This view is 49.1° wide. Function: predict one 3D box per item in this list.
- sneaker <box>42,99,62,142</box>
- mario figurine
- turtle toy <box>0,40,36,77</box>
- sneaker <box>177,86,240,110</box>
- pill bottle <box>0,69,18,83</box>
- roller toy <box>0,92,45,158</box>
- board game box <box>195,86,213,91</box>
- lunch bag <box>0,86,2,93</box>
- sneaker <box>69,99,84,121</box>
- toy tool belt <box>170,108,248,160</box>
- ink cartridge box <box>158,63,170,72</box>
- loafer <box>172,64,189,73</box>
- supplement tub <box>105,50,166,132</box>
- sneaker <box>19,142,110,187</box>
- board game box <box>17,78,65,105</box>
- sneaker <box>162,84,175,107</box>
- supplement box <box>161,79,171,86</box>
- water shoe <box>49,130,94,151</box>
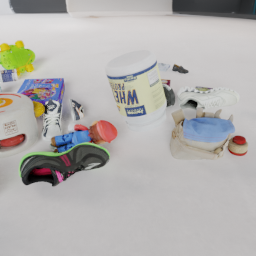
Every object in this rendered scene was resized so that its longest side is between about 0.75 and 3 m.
[{"bbox_3d":[-2.947,-0.404,10.789,0.797,1.299,1.996,-2,29,-2],"label":"sneaker"},{"bbox_3d":[-1.402,0.453,9.555,2.184,1.348,1.158,-17,18,-4],"label":"mario figurine"},{"bbox_3d":[-6.868,-4.327,17.493,1.409,2.031,2.787,-5,20,38],"label":"turtle toy"},{"bbox_3d":[3.617,-1.221,12.751,2.778,1.044,1.126,1,40,12],"label":"sneaker"},{"bbox_3d":[-7.000,-2.974,16.026,1.233,0.684,0.684,-12,31,-19],"label":"pill bottle"},{"bbox_3d":[-4.472,-0.222,9.946,2.573,1.798,2.347,3,29,6],"label":"roller toy"},{"bbox_3d":[4.140,-1.916,14.669,1.303,0.210,0.782,11,27,19],"label":"board game box"},{"bbox_3d":[-6.611,-1.880,13.991,0.538,0.752,0.882,-19,38,-29],"label":"lunch bag"},{"bbox_3d":[-2.263,-0.820,12.317,0.566,0.559,1.425,-13,42,-12],"label":"sneaker"},{"bbox_3d":[2.780,0.137,9.388,2.776,1.706,1.733,-1,29,-2],"label":"toy tool belt"},{"bbox_3d":[2.103,-4.005,18.362,1.110,0.225,1.108,10,31,18],"label":"ink cartridge box"},{"bbox_3d":[3.308,-3.730,17.662,1.170,0.423,0.426,23,36,34],"label":"loafer"},{"bbox_3d":[0.396,-1.412,10.815,1.954,2.695,1.954,-14,28,8],"label":"supplement tub"},{"bbox_3d":[-1.861,1.209,8.383,2.747,1.054,1.151,-12,39,-2],"label":"sneaker"},{"bbox_3d":[-4.219,-1.595,13.560,2.014,0.671,2.996,-3,29,-5],"label":"board game box"},{"bbox_3d":[0.799,-1.433,13.075,1.698,1.103,2.940,-19,24,-21],"label":"sneaker"},{"bbox_3d":[1.808,-2.091,14.588,0.698,0.542,1.265,6,30,10],"label":"supplement box"},{"bbox_3d":[-1.978,0.330,10.086,1.762,0.695,0.630,-12,31,-20],"label":"water shoe"}]
